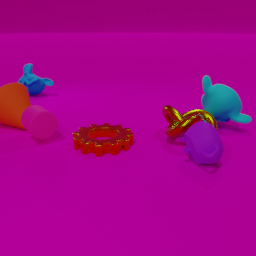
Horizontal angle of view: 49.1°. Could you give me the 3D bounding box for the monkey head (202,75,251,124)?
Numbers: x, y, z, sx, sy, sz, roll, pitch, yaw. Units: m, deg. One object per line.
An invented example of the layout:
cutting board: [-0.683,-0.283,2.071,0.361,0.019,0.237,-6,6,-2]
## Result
monkey head: [2.619,-0.600,8.229,1.310,1.098,1.822,-41,83,-23]

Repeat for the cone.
cone: [-3.152,-0.334,8.309,1.454,1.448,1.448,41,36,17]

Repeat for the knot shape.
knot shape: [1.532,-0.175,7.678,1.610,0.744,1.506,-3,19,-37]

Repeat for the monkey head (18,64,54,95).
monkey head: [-4.077,-2.037,11.962,1.669,1.201,1.006,-8,-17,17]

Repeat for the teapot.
teapot: [1.597,0.360,6.272,0.764,0.970,1.560,-23,16,-3]

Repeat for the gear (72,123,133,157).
gear: [-0.651,0.267,7.346,1.563,0.289,1.563,0,21,0]

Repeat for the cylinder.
cylinder: [-2.334,-0.164,7.358,0.735,0.735,0.735,-15,25,-34]
